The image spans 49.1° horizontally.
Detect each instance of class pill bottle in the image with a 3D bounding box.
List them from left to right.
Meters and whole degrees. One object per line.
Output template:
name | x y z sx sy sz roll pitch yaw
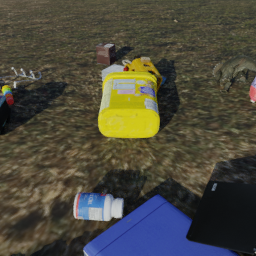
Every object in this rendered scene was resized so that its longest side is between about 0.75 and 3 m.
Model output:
pill bottle | -0.576 1.586 5.651 0.940 0.528 0.528 2 33 4

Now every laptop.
laptop | 2.287 1.945 5.152 1.899 0.981 1.683 44 43 0

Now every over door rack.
over door rack | -4.386 -2.090 11.267 1.083 0.488 1.466 14 31 22

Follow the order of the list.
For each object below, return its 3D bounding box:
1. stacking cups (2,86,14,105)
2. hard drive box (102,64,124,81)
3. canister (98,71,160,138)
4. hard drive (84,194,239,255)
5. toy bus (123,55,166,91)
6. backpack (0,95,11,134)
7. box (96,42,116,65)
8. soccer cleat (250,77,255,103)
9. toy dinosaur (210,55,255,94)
stacking cups | -4.318 -1.162 10.147 0.323 0.323 1.067 -16 41 -23
hard drive box | -0.340 -2.177 11.509 1.180 0.453 0.920 20 38 28
canister | 0.040 -0.793 8.831 1.852 1.079 2.494 1 34 1
hard drive | 0.886 2.416 4.508 1.898 0.365 2.876 -26 41 -34
toy bus | 0.535 -2.199 10.639 1.924 0.994 1.816 27 44 3
backpack | -4.498 -0.447 8.160 1.653 1.267 1.453 -5 39 2
box | -1.025 -3.506 13.207 0.689 0.839 0.696 13 35 20
soccer cleat | 5.382 -1.048 9.281 2.590 0.990 0.864 23 39 32
toy dinosaur | 3.693 -2.049 9.857 0.996 2.589 1.324 27 70 -10
